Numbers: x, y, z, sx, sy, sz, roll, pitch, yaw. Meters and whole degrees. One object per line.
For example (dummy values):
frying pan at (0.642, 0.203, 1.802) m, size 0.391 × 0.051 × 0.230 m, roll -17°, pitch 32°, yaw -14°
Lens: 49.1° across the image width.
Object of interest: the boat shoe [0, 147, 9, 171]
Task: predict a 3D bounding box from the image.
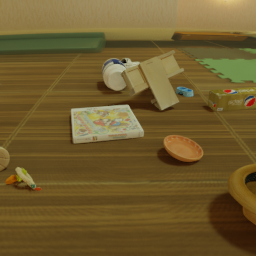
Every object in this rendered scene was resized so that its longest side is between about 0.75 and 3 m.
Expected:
boat shoe at (-5.061, 1.099, 8.064) m, size 2.980 × 1.072 × 0.966 m, roll -16°, pitch 23°, yaw -36°

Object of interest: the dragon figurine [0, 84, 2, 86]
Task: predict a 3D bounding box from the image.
dragon figurine at (-7.996, -2.465, 16.281) m, size 0.659 × 0.390 × 1.326 m, roll 6°, pitch 27°, yaw 12°

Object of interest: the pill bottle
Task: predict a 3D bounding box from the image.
pill bottle at (-0.727, -3.087, 16.326) m, size 1.472 × 1.472 × 2.651 m, roll -3°, pitch 26°, yaw -7°

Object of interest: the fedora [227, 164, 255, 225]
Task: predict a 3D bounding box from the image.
fedora at (3.556, 1.789, 6.531) m, size 2.495 × 1.018 × 2.495 m, roll 2°, pitch 25°, yaw -1°

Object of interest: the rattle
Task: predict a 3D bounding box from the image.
rattle at (-2.957, 1.590, 7.845) m, size 0.657 × 0.599 × 0.920 m, roll -36°, pitch 72°, yaw -24°

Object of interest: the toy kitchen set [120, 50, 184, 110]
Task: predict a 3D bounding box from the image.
toy kitchen set at (1.177, -1.964, 14.418) m, size 2.973 × 2.425 × 2.682 m, roll -26°, pitch -1°, yaw -22°

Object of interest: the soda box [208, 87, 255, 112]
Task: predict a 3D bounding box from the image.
soda box at (5.273, -1.401, 13.497) m, size 2.612 × 0.836 × 0.885 m, roll -4°, pitch 27°, yaw -11°

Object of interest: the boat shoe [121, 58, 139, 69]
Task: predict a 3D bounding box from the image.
boat shoe at (-0.132, -4.458, 19.802) m, size 1.104 × 0.980 × 3.000 m, roll 22°, pitch 33°, yaw 38°

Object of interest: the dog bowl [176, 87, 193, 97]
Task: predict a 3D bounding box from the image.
dog bowl at (3.128, -2.013, 15.466) m, size 0.617 × 0.274 × 1.107 m, roll -16°, pitch 30°, yaw -31°

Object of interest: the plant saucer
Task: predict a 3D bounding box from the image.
plant saucer at (1.831, 0.710, 9.425) m, size 1.370 × 0.256 × 1.370 m, roll 12°, pitch 30°, yaw -7°

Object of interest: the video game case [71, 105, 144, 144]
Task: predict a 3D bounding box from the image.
video game case at (-0.988, -0.264, 11.676) m, size 2.666 × 0.335 × 2.929 m, roll -5°, pitch 26°, yaw -11°
